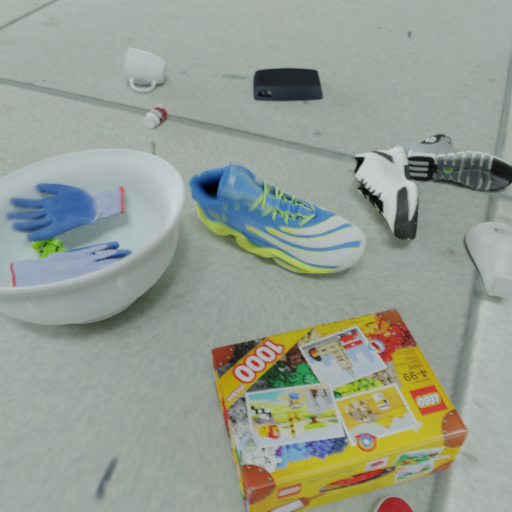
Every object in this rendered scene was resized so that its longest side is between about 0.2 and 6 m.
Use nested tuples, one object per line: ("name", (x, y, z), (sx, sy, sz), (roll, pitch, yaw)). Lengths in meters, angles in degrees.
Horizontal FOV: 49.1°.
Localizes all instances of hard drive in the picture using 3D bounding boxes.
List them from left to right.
("hard drive", (0.813, -4.509, 14.662), (1.799, 0.381, 1.213), (-1, 45, -1))

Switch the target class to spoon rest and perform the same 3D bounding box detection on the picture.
("spoon rest", (4.304, 0.062, 9.962), (1.127, 0.687, 2.268), (14, 33, 12))

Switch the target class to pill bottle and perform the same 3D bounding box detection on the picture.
("pill bottle", (-2.426, -3.359, 13.518), (0.356, 0.356, 0.623), (17, 47, 16))

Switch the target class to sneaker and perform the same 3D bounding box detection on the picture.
("sneaker", (0.174, -0.660, 9.656), (3.319, 1.743, 1.257), (16, 77, 25))
("sneaker", (2.521, -1.206, 10.986), (1.103, 1.016, 2.757), (-2, 36, 4))
("sneaker", (1.489, 3.442, 6.010), (0.749, 1.183, 2.103), (10, 44, 12))
("sneaker", (4.348, -2.139, 11.964), (2.246, 0.843, 1.297), (11, 44, 13))

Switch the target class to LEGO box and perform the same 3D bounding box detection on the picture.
("LEGO box", (0.963, 2.047, 7.509), (2.770, 1.069, 2.063), (-11, 46, -11))

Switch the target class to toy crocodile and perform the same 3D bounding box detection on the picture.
("toy crocodile", (-3.215, 0.033, 9.547), (1.440, 0.445, 0.486), (20, 84, 10))

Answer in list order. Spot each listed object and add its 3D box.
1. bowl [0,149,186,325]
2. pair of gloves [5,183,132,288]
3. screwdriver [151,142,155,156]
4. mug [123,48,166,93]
("bowl", (-2.850, -0.116, 9.114), (3.768, 1.693, 3.768), (-5, 40, 4))
("pair of gloves", (-3.051, -0.279, 9.235), (2.005, 0.284, 2.494), (-9, 58, -11))
("screwdriver", (-2.031, -1.881, 10.980), (0.338, 0.353, 2.426), (16, -1, -9))
("mug", (-2.937, -4.814, 14.758), (0.989, 0.833, 1.128), (12, 75, -5))
